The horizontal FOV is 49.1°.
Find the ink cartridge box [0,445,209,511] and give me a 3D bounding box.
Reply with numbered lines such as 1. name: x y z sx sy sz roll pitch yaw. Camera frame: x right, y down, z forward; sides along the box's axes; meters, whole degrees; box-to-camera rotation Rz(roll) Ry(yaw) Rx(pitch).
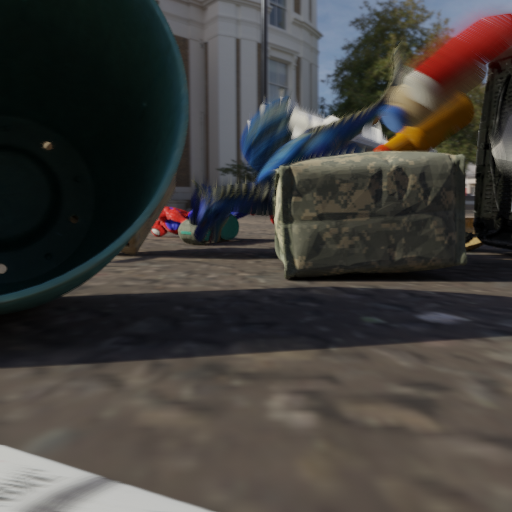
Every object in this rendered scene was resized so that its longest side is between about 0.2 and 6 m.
1. ink cartridge box: -0.318 0.521 0.672 0.726 0.303 0.527 3 6 29

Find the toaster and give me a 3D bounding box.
1. toaster: 4.428 -1.411 7.439 1.970 3.003 3.321 2 6 -15

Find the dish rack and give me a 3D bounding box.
1. dish rack: 1.833 -2.169 10.660 3.405 0.741 2.922 7 21 -34

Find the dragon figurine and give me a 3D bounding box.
1. dragon figurine: 0.502 -1.382 7.632 1.804 3.629 1.068 19 34 -37

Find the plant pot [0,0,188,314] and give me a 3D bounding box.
1. plant pot: -1.772 -0.674 3.680 2.369 2.369 1.901 -2 -13 -17

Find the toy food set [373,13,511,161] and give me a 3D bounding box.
1. toy food set: 2.350 -1.504 5.772 1.333 1.415 2.963 -36 27 -8

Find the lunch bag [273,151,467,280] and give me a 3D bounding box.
1. lunch bag: 1.104 -0.494 6.330 1.811 1.298 2.208 -3 9 1

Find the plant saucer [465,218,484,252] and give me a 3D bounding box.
1. plant saucer: 3.334 -0.313 9.114 1.043 0.185 1.043 -14 25 6

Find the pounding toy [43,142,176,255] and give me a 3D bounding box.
1. pounding toy: -2.902 -0.992 8.247 2.787 1.275 2.449 15 42 5

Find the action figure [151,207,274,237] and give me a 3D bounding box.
1. action figure: -1.125 -0.783 12.054 3.398 0.878 1.112 -4 -11 41

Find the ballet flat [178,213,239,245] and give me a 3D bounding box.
1. ballet flat: -0.936 -0.569 11.014 0.605 0.640 1.900 2 7 20
